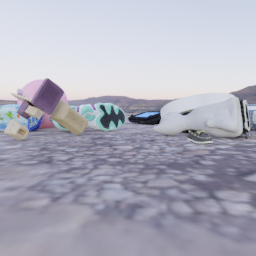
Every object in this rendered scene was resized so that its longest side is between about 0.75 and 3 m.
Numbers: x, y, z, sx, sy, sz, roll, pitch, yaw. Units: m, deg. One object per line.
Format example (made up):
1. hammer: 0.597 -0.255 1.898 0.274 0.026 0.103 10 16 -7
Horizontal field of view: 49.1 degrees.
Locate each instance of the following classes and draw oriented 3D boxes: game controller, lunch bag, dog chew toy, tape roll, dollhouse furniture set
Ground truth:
1. game controller: 0.978 -0.574 14.047 1.310 0.529 2.510 -28 14 -20
2. lunch bag: -3.447 -0.342 8.830 1.200 0.899 1.411 0 13 0
3. dog chew toy: -3.496 -0.844 11.123 1.830 1.830 2.938 -2 -4 -27
4. tape roll: 2.286 -0.500 9.093 2.450 0.448 2.450 -5 -15 -1
5. dollhouse furniture set: -2.047 -0.203 6.807 1.283 1.433 1.808 17 -16 39

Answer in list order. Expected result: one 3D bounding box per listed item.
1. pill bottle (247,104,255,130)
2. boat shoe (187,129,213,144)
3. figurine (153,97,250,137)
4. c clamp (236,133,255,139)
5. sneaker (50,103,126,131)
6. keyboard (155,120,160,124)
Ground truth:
1. pill bottle: 4.116 -0.364 9.394 0.863 0.863 1.443 -2 4 -35
2. boat shoe: 1.419 0.161 5.604 0.295 0.249 0.827 -1 3 -14
3. figurine: 1.892 -0.161 7.229 2.071 0.914 2.123 -8 -2 30
4. c clamp: 3.013 0.160 6.372 1.089 0.148 0.931 -2 2 6
5. sneaker: -1.361 -0.369 9.021 2.310 0.898 1.616 2 2 -27
6. keyboard: 1.746 -0.431 15.739 1.899 0.308 2.989 8 5 23
